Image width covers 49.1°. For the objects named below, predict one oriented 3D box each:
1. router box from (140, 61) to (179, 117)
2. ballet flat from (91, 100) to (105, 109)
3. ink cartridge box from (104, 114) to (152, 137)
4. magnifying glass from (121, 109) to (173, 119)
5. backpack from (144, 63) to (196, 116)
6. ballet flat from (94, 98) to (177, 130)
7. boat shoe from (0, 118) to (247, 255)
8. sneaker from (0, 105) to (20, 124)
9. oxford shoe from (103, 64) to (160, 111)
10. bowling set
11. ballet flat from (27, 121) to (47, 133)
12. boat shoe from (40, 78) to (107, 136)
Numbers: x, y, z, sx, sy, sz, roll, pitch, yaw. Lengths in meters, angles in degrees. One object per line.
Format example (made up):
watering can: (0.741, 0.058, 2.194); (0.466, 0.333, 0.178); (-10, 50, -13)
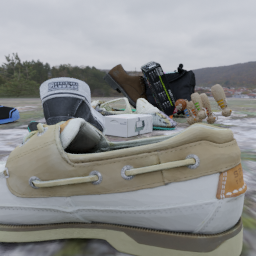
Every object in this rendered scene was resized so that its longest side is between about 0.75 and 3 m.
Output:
router box: (1.174, -1.473, 10.372); (0.589, 1.897, 1.422); (-26, 18, 2)
ballet flat: (-1.715, -1.189, 15.204); (0.653, 0.605, 1.853); (0, 7, 18)
ink cartridge box: (-0.014, -0.093, 7.382); (0.853, 0.491, 1.168); (6, 9, 36)
magnifying glass: (0.518, -0.584, 11.719); (2.731, 0.306, 1.087); (7, 15, 28)
backpack: (1.609, -1.480, 12.724); (2.752, 2.297, 1.742); (0, -14, 26)
ballet flat: (0.127, -0.455, 8.515); (2.725, 0.980, 0.980); (3, 8, 20)
boat shoe: (-0.453, 0.367, 2.330); (2.654, 0.908, 0.992); (1, 8, 11)
sneaker: (-4.899, -0.665, 9.248); (1.017, 1.130, 2.901); (4, 9, 31)
oxford shoe: (0.361, -1.386, 10.563); (2.705, 1.142, 0.983); (45, 7, 3)
bowling set: (2.113, -0.489, 8.731); (1.317, 1.016, 1.893); (-17, -9, -18)
ballet flat: (-1.640, 0.133, 6.124); (1.093, 0.372, 0.374); (9, 36, -27)
boat shoe: (-0.806, 0.082, 4.576); (0.931, 0.861, 2.522); (-3, -14, -7)
